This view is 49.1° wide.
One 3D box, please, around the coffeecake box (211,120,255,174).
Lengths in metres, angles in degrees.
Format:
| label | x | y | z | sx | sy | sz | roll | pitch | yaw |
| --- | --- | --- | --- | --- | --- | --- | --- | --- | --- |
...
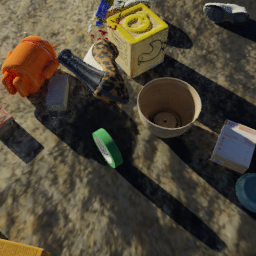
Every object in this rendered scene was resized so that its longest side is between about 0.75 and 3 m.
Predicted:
| label | x | y | z | sx | sy | sz | roll | pitch | yaw |
| --- | --- | --- | --- | --- | --- | --- | --- | --- | --- |
| coffeecake box | 3.834 | 0.642 | 10.054 | 1.219 | 0.580 | 1.589 | 23 | 62 | 13 |

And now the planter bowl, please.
| label | x | y | z | sx | sy | sz | roll | pitch | yaw |
| --- | --- | --- | --- | --- | --- | --- | --- | --- | --- |
| planter bowl | 1.427 | -0.527 | 10.241 | 2.191 | 1.475 | 2.191 | 0 | 59 | 0 |

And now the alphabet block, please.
| label | x | y | z | sx | sy | sz | roll | pitch | yaw |
| --- | --- | --- | --- | --- | --- | --- | --- | --- | --- |
| alphabet block | 0.366 | -3.670 | 11.845 | 1.893 | 1.939 | 1.904 | -33 | 65 | -17 |

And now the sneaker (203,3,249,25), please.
| label | x | y | z | sx | sy | sz | roll | pitch | yaw |
| --- | --- | --- | --- | --- | --- | --- | --- | --- | --- |
| sneaker | 4.821 | -5.744 | 13.873 | 2.225 | 0.829 | 0.969 | 13 | 51 | -1 |

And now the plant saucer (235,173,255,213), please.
| label | x | y | z | sx | sy | sz | roll | pitch | yaw |
| --- | --- | --- | --- | --- | --- | --- | --- | --- | --- |
| plant saucer | 4.349 | 2.122 | 9.367 | 1.408 | 0.253 | 1.408 | 0 | 59 | 0 |

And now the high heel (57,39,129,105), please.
| label | x | y | z | sx | sy | sz | roll | pitch | yaw |
| --- | --- | --- | --- | --- | --- | --- | --- | --- | --- |
| high heel | -0.406 | -1.546 | 7.977 | 2.071 | 1.037 | 2.906 | 39 | 30 | 8 |

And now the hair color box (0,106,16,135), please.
| label | x | y | z | sx | sy | sz | roll | pitch | yaw |
| --- | --- | --- | --- | --- | --- | --- | --- | --- | --- |
| hair color box | -5.237 | -0.493 | 10.775 | 1.652 | 0.528 | 0.916 | 36 | 65 | 18 |

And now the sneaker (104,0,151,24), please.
| label | x | y | z | sx | sy | sz | roll | pitch | yaw |
| --- | --- | --- | --- | --- | --- | --- | --- | --- | --- |
| sneaker | -0.202 | -6.048 | 13.842 | 2.605 | 0.985 | 1.142 | -13 | 60 | -9 |

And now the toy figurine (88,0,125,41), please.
| label | x | y | z | sx | sy | sz | roll | pitch | yaw |
| --- | --- | --- | --- | --- | --- | --- | --- | --- | --- |
| toy figurine | -0.680 | -3.845 | 9.273 | 0.925 | 1.051 | 1.754 | 23 | 86 | -5 |

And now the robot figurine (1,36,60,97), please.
| label | x | y | z | sx | sy | sz | roll | pitch | yaw |
| --- | --- | --- | --- | --- | --- | --- | --- | --- | --- |
| robot figurine | -3.993 | -2.593 | 11.397 | 2.016 | 1.635 | 2.803 | -14 | 45 | 45 |

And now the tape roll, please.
| label | x | y | z | sx | sy | sz | roll | pitch | yaw |
| --- | --- | --- | --- | --- | --- | --- | --- | --- | --- |
| tape roll | -0.699 | 0.691 | 9.555 | 0.336 | 1.397 | 1.397 | -31 | 64 | -16 |

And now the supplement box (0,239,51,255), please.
| label | x | y | z | sx | sy | sz | roll | pitch | yaw |
| --- | --- | --- | --- | --- | --- | --- | --- | --- | --- |
| supplement box | -3.657 | 3.699 | 8.056 | 2.636 | 0.877 | 0.907 | 8 | 60 | 5 |

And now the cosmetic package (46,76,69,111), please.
| label | x | y | z | sx | sy | sz | roll | pitch | yaw |
| --- | --- | --- | --- | --- | --- | --- | --- | --- | --- |
| cosmetic package | -2.821 | -1.412 | 11.297 | 0.733 | 0.619 | 1.373 | 1 | 56 | 0 |
